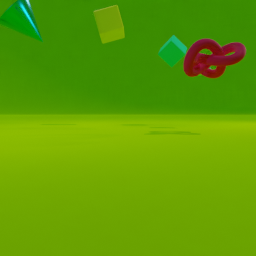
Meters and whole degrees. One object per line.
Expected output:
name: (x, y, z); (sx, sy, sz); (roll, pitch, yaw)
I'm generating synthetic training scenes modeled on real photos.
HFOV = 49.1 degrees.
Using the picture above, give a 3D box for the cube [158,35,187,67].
cube: (1.678, -2.884, 10.523); (0.730, 0.730, 0.730); (-42, 13, 35)

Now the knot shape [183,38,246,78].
knot shape: (1.831, -1.507, 6.325); (1.373, 0.634, 1.285); (-8, -7, -4)

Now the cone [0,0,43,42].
cone: (-3.252, -3.300, 9.095); (1.302, 1.297, 1.297); (47, -18, -22)

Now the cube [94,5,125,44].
cube: (-0.715, -4.004, 10.890); (0.940, 0.940, 0.940); (-15, -6, 0)

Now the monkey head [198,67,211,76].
monkey head: (2.111, -2.013, 8.459); (0.693, 0.827, 1.149); (10, 24, -12)
